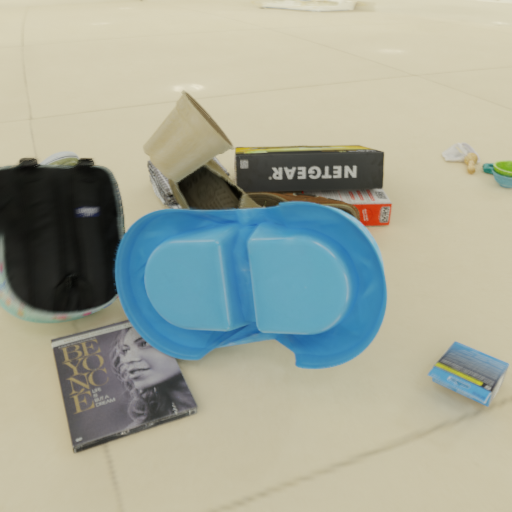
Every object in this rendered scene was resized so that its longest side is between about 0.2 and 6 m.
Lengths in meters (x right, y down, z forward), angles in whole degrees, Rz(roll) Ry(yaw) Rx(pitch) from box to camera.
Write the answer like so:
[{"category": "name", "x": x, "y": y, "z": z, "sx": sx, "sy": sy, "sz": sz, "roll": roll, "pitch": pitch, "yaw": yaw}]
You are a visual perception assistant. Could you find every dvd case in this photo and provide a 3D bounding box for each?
[{"category": "dvd case", "x": -1.997, "y": 1.719, "z": 8.181, "sx": 1.672, "sy": 0.180, "sz": 2.248, "roll": -13, "pitch": 34, "yaw": -20}]

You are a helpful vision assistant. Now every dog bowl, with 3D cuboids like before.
[{"category": "dog bowl", "x": -0.084, "y": 0.314, "z": 8.046, "sx": 4.054, "sy": 2.260, "sz": 1.005, "roll": -1, "pitch": 13, "yaw": 24}]

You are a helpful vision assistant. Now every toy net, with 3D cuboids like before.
[{"category": "toy net", "x": 6.029, "y": -2.479, "z": 14.516, "sx": 1.439, "sy": 0.530, "sz": 2.742, "roll": -14, "pitch": 35, "yaw": -21}]

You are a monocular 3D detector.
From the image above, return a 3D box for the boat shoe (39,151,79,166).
[{"category": "boat shoe", "x": -5.050, "y": -1.896, "z": 13.595, "sx": 0.634, "sy": 0.736, "sz": 2.043, "roll": 39, "pitch": 48, "yaw": 13}]

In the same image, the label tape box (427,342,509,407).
[{"category": "label tape box", "x": 2.955, "y": 1.718, "z": 7.867, "sx": 0.816, "sy": 0.377, "sz": 1.140, "roll": 23, "pitch": 31, "yaw": 31}]

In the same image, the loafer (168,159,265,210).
[{"category": "loafer", "x": -0.280, "y": -0.354, "z": 9.256, "sx": 3.373, "sy": 1.282, "sz": 1.137, "roll": 42, "pitch": 9, "yaw": 2}]

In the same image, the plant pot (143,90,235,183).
[{"category": "plant pot", "x": -1.045, "y": -1.649, "z": 8.161, "sx": 1.003, "sy": 1.096, "sz": 1.096, "roll": -41, "pitch": 33, "yaw": 11}]

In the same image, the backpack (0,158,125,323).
[{"category": "backpack", "x": -3.268, "y": -0.127, "z": 9.110, "sx": 2.174, "sy": 2.449, "sz": 1.843, "roll": -6, "pitch": -13, "yaw": -36}]

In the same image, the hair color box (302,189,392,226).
[{"category": "hair color box", "x": 1.942, "y": -1.068, "z": 12.231, "sx": 1.814, "sy": 0.555, "sz": 0.921, "roll": -2, "pitch": 30, "yaw": -2}]

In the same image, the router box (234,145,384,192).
[{"category": "router box", "x": 1.084, "y": -2.066, "z": 12.943, "sx": 3.188, "sy": 0.833, "sz": 2.507, "roll": -2, "pitch": 15, "yaw": -2}]

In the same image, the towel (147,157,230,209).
[{"category": "towel", "x": -1.568, "y": -1.803, "z": 13.145, "sx": 1.634, "sy": 0.845, "sz": 1.974, "roll": -13, "pitch": 35, "yaw": -19}]

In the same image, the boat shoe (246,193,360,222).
[{"category": "boat shoe", "x": 0.810, "y": -0.826, "z": 11.656, "sx": 2.667, "sy": 0.960, "sz": 0.907, "roll": 11, "pitch": 21, "yaw": 14}]
